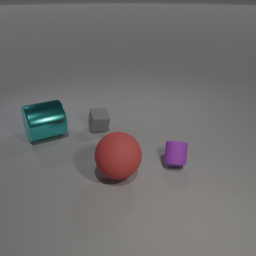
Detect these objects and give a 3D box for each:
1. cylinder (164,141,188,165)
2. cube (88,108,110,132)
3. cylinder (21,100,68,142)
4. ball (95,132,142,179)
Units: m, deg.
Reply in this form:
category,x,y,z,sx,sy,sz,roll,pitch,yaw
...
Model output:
category,x,y,z,sx,sy,sz,roll,pitch,yaw
cylinder,1.544,0.790,9.003,0.700,0.700,0.700,5,2,0
cube,-1.178,-0.322,11.353,0.700,0.700,0.700,-2,43,-20
cylinder,-3.211,-0.288,10.759,1.400,1.400,1.400,-15,31,-26
ball,-0.287,0.809,8.288,1.400,1.400,1.400,0,27,0
